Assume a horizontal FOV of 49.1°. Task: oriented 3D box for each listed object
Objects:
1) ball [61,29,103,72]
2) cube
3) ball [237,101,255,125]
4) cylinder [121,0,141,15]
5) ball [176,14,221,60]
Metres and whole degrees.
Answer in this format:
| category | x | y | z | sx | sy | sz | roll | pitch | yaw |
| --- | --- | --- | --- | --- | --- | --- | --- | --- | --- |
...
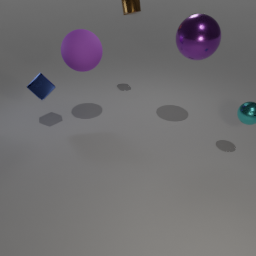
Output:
| category | x | y | z | sx | sy | sz | roll | pitch | yaw |
| --- | --- | --- | --- | --- | --- | --- | --- | --- | --- |
| ball | -1.569 | -2.629 | 9.540 | 1.400 | 1.400 | 1.400 | 0 | 30 | 0 |
| cube | -3.096 | -1.462 | 10.046 | 0.700 | 0.700 | 0.700 | -48 | 14 | -6 |
| ball | 3.624 | -0.439 | 8.338 | 0.700 | 0.700 | 0.700 | 0 | 30 | 0 |
| cylinder | 0.118 | -4.757 | 10.752 | 0.700 | 0.700 | 0.700 | -8 | 19 | 3 |
| ball | 2.209 | -2.852 | 8.837 | 1.400 | 1.400 | 1.400 | 0 | 30 | 0 |
